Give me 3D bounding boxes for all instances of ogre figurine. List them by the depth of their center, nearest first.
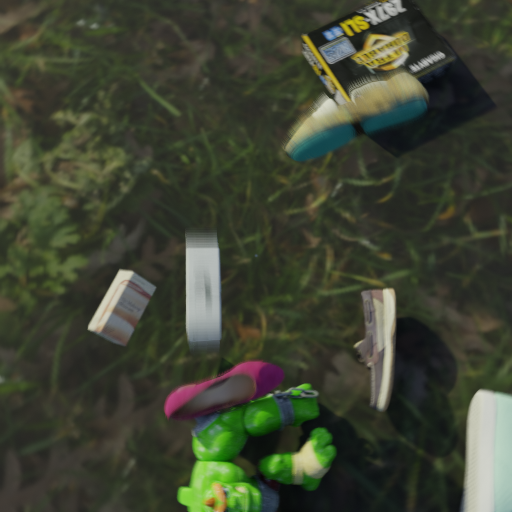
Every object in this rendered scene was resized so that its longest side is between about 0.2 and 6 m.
[{"bbox_3d":[-0.015,3.688,8.331,2.052,1.679,3.422,8,88,-16],"label":"ogre figurine"}]

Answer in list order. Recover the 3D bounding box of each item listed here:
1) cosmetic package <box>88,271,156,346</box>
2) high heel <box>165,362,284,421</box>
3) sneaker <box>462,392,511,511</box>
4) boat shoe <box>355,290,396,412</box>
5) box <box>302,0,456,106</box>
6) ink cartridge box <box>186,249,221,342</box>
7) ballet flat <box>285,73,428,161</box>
[{"bbox_3d":[-2.097,0.816,8.808,0.542,0.457,1.048,38,67,-36],"label":"cosmetic package"},{"bbox_3d":[-0.443,2.071,8.319,1.792,0.861,0.604,-18,96,3],"label":"high heel"},{"bbox_3d":[4.133,3.704,8.460,1.769,1.104,2.999,10,71,9],"label":"sneaker"},{"bbox_3d":[1.989,1.552,9.404,0.657,0.729,2.027,3,77,15],"label":"boat shoe"},{"bbox_3d":[2.385,-4.006,11.116,2.380,0.587,1.900,-27,74,-8],"label":"box"},{"bbox_3d":[-0.727,0.557,7.811,0.466,0.822,1.121,-1,69,-4],"label":"ink cartridge box"},{"bbox_3d":[1.357,-2.033,8.065,2.145,0.758,0.758,-21,74,5],"label":"ballet flat"}]
